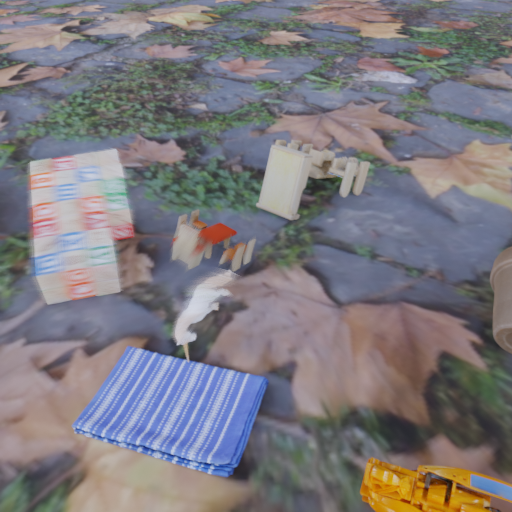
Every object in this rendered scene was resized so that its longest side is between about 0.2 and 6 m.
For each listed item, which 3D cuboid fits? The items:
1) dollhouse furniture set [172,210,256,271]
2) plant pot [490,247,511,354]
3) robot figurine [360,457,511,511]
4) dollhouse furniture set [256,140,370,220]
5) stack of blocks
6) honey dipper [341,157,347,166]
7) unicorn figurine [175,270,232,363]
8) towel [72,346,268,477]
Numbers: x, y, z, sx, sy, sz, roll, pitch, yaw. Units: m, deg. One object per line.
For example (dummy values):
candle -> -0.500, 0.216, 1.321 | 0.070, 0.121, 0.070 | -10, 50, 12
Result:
dollhouse furniture set -> -0.769, -0.297, 8.953 | 1.227, 0.632, 1.214 | 28, 29, 20
plant pot -> 3.742, 0.709, 7.541 | 1.376, 1.376, 1.200 | 20, 59, 25
robot figurine -> 2.062, 2.750, 4.643 | 2.637, 0.768, 1.912 | 10, 60, 22
dollhouse furniture set -> 0.956, -1.457, 10.854 | 1.690, 1.197, 1.840 | 25, 21, 29
stack of blocks -> -2.762, -0.549, 9.027 | 1.458, 0.742, 2.532 | -10, 52, -12
honey dipper -> 1.413, -1.923, 11.906 | 1.087, 0.206, 0.206 | -11, 37, -13
unicorn figurine -> -0.737, 0.704, 7.462 | 0.423, 1.145, 0.786 | 25, 26, 22
towel -> -0.983, 1.781, 6.781 | 2.025, 0.241, 1.466 | 10, 36, 14
